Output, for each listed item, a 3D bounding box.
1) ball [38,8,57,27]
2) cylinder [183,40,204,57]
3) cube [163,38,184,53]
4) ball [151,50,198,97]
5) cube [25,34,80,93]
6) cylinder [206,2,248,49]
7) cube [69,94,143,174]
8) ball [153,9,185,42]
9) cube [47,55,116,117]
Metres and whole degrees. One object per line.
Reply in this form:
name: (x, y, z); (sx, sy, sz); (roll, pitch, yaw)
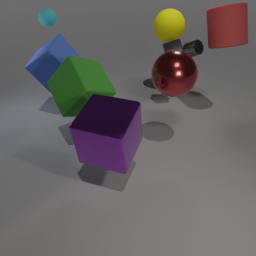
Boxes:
ball: (-3.221, -4.422, 11.216); (0.700, 0.700, 0.700); (0, 31, 0)
cylinder: (3.032, -3.690, 13.068); (0.700, 0.700, 0.700); (-22, 12, -32)
cube: (1.837, -3.140, 11.350); (0.700, 0.700, 0.700); (-17, 7, 9)
ball: (1.411, -1.649, 8.541); (1.400, 1.400, 1.400); (0, 31, 0)
cube: (-2.881, -2.550, 11.093); (1.400, 1.400, 1.400); (-24, 34, 29)
cylinder: (3.623, -3.709, 10.235); (1.400, 1.400, 1.400); (-8, 17, 2)
cube: (-0.502, 0.134, 7.423); (1.400, 1.400, 1.400); (12, 47, 17)
ball: (1.833, -4.548, 12.463); (1.400, 1.400, 1.400); (0, 31, 0)
cube: (-1.530, -1.321, 9.244); (1.400, 1.400, 1.400); (-5, 61, -52)
